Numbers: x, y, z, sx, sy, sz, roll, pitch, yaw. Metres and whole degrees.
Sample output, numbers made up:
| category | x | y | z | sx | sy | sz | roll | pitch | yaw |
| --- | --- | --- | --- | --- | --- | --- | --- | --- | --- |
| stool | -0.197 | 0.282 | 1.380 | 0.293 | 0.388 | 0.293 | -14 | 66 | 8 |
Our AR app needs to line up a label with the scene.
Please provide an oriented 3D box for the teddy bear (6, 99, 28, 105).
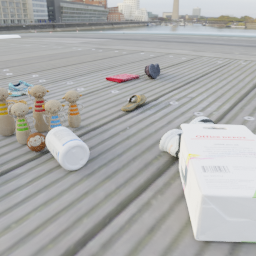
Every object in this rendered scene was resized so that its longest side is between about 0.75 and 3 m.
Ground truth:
| category | x | y | z | sx | sy | sz | roll | pitch | yaw |
| --- | --- | --- | --- | --- | --- | --- | --- | --- | --- |
| teddy bear | -4.477 | -0.856 | 10.309 | 1.524 | 0.509 | 1.105 | -5 | 22 | -12 |

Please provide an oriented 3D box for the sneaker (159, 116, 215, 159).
| category | x | y | z | sx | sy | sz | roll | pitch | yaw |
| --- | --- | --- | --- | --- | --- | --- | --- | --- | --- |
| sneaker | 1.762 | 0.314 | 7.517 | 2.032 | 0.749 | 0.813 | -24 | 46 | -36 |

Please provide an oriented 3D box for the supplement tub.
| category | x | y | z | sx | sy | sz | roll | pitch | yaw |
| --- | --- | --- | --- | --- | --- | --- | --- | --- | --- |
| supplement tub | -1.503 | 0.480 | 6.884 | 0.751 | 0.751 | 1.138 | -14 | 27 | -29 |

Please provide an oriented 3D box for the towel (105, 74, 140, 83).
| category | x | y | z | sx | sy | sz | roll | pitch | yaw |
| --- | --- | --- | --- | --- | --- | --- | --- | --- | --- |
| towel | -0.280 | -2.687 | 14.982 | 1.158 | 0.180 | 1.601 | 16 | 26 | 38 |

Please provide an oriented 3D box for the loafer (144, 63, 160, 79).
| category | x | y | z | sx | sy | sz | roll | pitch | yaw |
| --- | --- | --- | --- | --- | --- | --- | --- | --- | --- |
| loafer | 1.232 | -3.092 | 15.380 | 0.713 | 0.814 | 2.265 | -10 | 12 | 21 |

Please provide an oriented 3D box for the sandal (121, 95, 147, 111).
| category | x | y | z | sx | sy | sz | roll | pitch | yaw |
| --- | --- | --- | --- | --- | --- | --- | --- | --- | --- |
| sandal | 0.237 | -1.048 | 10.735 | 0.582 | 0.392 | 1.450 | 2 | 25 | 37 |

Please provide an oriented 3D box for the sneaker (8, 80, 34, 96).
| category | x | y | z | sx | sy | sz | roll | pitch | yaw |
| --- | --- | --- | --- | --- | --- | --- | --- | --- | --- |
| sneaker | -4.508 | -1.782 | 12.296 | 1.442 | 0.623 | 0.560 | -14 | 27 | -29 |

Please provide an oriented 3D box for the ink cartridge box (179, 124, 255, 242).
| category | x | y | z | sx | sy | sz | roll | pitch | yaw |
| --- | --- | --- | --- | --- | --- | --- | --- | --- | --- |
| ink cartridge box | 1.977 | 0.876 | 5.656 | 1.691 | 0.972 | 2.888 | 1 | 23 | 3 |

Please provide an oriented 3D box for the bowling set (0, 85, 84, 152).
| category | x | y | z | sx | sy | sz | roll | pitch | yaw |
| --- | --- | --- | --- | --- | --- | --- | --- | --- | --- |
| bowling set | -2.448 | -0.346 | 7.896 | 2.713 | 1.457 | 1.888 | -9 | 25 | -19 |
